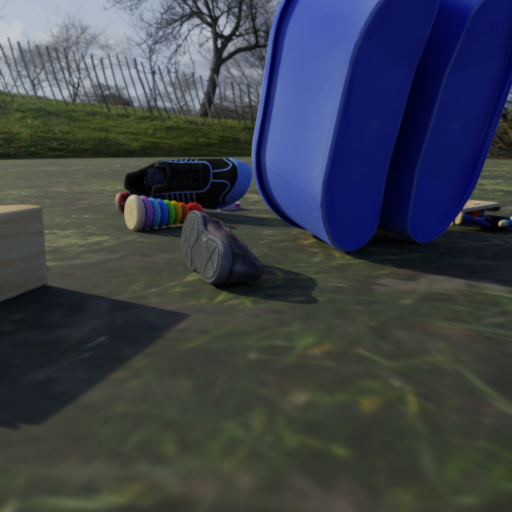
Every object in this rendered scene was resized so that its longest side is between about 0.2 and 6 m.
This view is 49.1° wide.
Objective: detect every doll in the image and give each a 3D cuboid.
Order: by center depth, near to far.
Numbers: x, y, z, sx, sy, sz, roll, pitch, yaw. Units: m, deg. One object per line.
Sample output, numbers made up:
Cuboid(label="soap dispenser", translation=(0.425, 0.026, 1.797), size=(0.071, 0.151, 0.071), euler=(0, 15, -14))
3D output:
Cuboid(label="doll", translation=(4.766, -0.698, 11.450), size=(1.458, 0.353, 0.994), euler=(5, 4, -7))

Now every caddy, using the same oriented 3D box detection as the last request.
Cuboid(label="caddy", translation=(1.968, -2.611, 9.695), size=(3.756, 5.312, 2.789), euler=(-5, 30, -28))

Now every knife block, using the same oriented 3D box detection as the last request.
Cuboid(label="knife block", translation=(-3.657, 0.256, 5.420), size=(3.327, 1.064, 2.920), euler=(-6, 14, -26))

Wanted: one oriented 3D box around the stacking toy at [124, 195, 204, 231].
Cuboid(label="stacking toy", translation=(-1.845, -0.903, 11.775), size=(1.709, 0.730, 0.730), euler=(-4, 12, -36))

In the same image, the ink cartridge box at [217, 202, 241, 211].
Cuboid(label="ink cartridge box", translation=(-0.923, -1.362, 14.891), size=(0.626, 0.220, 1.048), euler=(-6, 12, -29))

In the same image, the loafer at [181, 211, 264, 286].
Cuboid(label="loafer", translation=(-0.548, -0.073, 8.004), size=(0.693, 0.791, 2.201), euler=(12, 14, -23))

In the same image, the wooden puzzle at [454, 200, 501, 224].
Cuboid(label="wooden puzzle", translation=(4.302, -1.092, 13.099), size=(2.143, 0.496, 1.985), euler=(-5, 13, -41))

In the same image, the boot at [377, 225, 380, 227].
Cuboid(label="boot", translation=(2.827, -0.790, 11.719), size=(1.135, 0.545, 1.552), euler=(-10, 14, -13))

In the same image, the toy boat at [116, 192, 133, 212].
Cuboid(label="toy boat", translation=(-3.203, -1.380, 14.192), size=(0.489, 0.488, 0.748), euler=(-2, 13, 23))

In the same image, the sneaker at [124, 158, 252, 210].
Cuboid(label="sneaker", translation=(-1.721, -1.734, 13.346), size=(3.392, 1.189, 1.321), euler=(-5, -10, 39))
